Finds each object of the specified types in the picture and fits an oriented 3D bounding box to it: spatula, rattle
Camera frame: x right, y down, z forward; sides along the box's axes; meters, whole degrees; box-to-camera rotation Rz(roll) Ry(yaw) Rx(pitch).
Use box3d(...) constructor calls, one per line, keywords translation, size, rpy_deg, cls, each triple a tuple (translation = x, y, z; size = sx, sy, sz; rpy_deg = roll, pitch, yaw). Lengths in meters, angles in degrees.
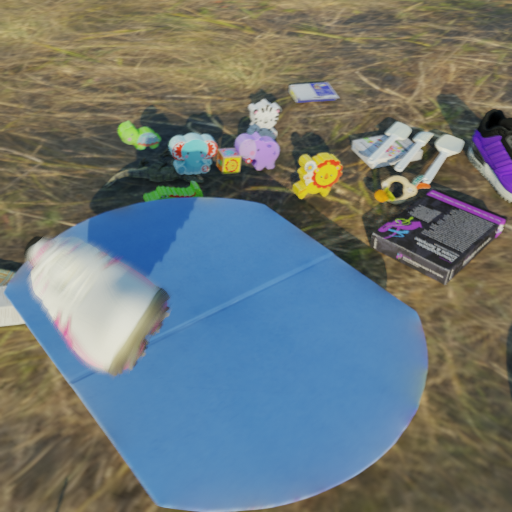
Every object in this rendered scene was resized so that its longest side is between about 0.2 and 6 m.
box3d(translation=(3.575, -2.375, 12.539), size=(1.723, 0.199, 2.478), rpy_deg=(25, 41, 18), cls="spatula")
box3d(translation=(2.890, -1.347, 11.098), size=(0.929, 0.605, 0.663), rpy_deg=(-2, -10, 31), cls="rattle")

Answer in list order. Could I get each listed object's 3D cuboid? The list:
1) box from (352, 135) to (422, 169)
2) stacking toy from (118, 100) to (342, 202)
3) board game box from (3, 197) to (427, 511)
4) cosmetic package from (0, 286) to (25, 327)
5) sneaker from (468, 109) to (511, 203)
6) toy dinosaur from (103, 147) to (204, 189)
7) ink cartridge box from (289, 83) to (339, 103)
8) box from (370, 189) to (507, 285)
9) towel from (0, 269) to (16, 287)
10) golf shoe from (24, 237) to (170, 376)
box3d(translation=(3.014, -2.451, 12.964), size=(1.286, 0.265, 1.003), rpy_deg=(-13, 41, -14), cls="box")
box3d(translation=(-0.664, -2.217, 11.803), size=(4.049, 0.951, 3.052), rpy_deg=(-9, 39, -22), cls="stacking toy")
box3d(translation=(-0.525, 1.106, 8.005), size=(4.509, 1.111, 5.707), rpy_deg=(-24, 48, -35), cls="board game box")
box3d(translation=(-3.782, 0.766, 8.699), size=(0.544, 0.453, 0.455), rpy_deg=(-5, 45, -32), cls="cosmetic package")
box3d(translation=(5.442, -2.138, 11.612), size=(1.021, 1.461, 2.938), rpy_deg=(-10, 39, -12), cls="sneaker")
box3d(translation=(-2.206, -1.872, 12.108), size=(2.119, 0.503, 0.934), rpy_deg=(-4, 46, 1), cls="toy dinosaur")
box3d(translation=(1.589, -4.440, 15.440), size=(1.112, 0.264, 1.126), rpy_deg=(-6, 41, -10), cls="ink cartridge box")
box3d(translation=(3.386, -0.429, 10.367), size=(1.564, 0.395, 2.187), rpy_deg=(31, 47, 34), cls="box")
box3d(translation=(-4.870, 0.610, 9.228), size=(1.921, 0.208, 1.409), rpy_deg=(9, 41, 10), cls="towel")
box3d(translation=(-1.853, 0.413, 5.928), size=(1.026, 1.301, 2.825), rpy_deg=(-58, 28, -9), cls="golf shoe")
